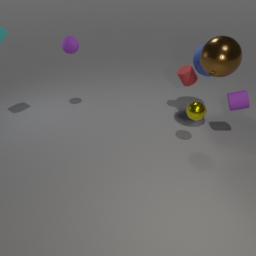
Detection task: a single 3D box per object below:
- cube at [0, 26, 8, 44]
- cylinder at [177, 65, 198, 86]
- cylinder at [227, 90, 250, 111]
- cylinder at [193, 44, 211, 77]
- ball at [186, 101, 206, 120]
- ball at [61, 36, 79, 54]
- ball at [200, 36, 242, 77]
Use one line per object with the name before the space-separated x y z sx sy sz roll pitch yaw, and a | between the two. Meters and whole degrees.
cube | -4.911 -3.428 9.969 0.700 0.700 0.700 33 3 25
cylinder | 2.632 -2.328 12.427 0.700 0.700 0.700 -26 33 19
cylinder | 4.238 -1.056 10.769 0.700 0.700 0.700 -10 28 18
cylinder | 3.485 -2.826 11.361 1.400 1.400 1.400 0 8 0
ball | 2.494 -0.625 10.242 0.700 0.700 0.700 0 31 0
ball | -2.347 -3.367 11.375 0.700 0.700 0.700 0 31 0
ball | 3.205 -2.461 9.696 1.400 1.400 1.400 0 31 0
